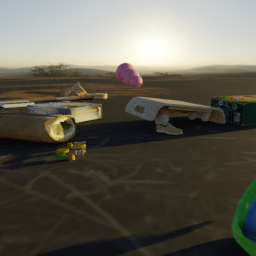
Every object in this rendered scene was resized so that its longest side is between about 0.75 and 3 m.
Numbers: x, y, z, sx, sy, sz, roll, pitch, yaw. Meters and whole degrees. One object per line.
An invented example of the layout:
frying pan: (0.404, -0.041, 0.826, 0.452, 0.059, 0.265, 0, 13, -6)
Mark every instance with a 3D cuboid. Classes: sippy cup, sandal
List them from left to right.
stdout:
sandal: (-2.530, -2.024, 15.168, 2.799, 0.921, 1.026, -4, 13, -15)
sippy cup: (1.523, 0.917, 2.704, 0.718, 0.770, 0.980, 28, 72, 43)

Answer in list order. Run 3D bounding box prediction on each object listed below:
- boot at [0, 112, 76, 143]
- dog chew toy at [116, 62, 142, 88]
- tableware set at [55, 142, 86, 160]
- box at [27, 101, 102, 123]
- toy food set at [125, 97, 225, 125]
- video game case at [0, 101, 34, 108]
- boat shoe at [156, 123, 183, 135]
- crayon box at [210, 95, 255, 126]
boot: (-2.866, -0.034, 6.526, 2.586, 0.855, 2.265, 5, 13, 16)
dog chew toy: (0.092, -2.147, 11.627, 0.819, 0.819, 1.315, -12, 47, -44)
tableware set: (-1.187, 0.487, 5.839, 0.616, 0.140, 0.914, -4, 14, -6)
box: (-2.164, -0.579, 9.585, 2.046, 0.495, 1.621, 8, 14, 38)
toy food set: (1.464, -0.447, 8.924, 2.603, 0.786, 1.868, 3, 10, -25)
video game case: (-5.131, -1.097, 12.828, 1.314, 0.153, 1.194, -7, 14, -33)
boat shoe: (1.108, 0.010, 7.549, 0.759, 0.289, 0.272, 7, 15, 30)
crayon box: (4.598, -0.677, 9.600, 2.935, 0.745, 1.863, -3, 13, -16)
